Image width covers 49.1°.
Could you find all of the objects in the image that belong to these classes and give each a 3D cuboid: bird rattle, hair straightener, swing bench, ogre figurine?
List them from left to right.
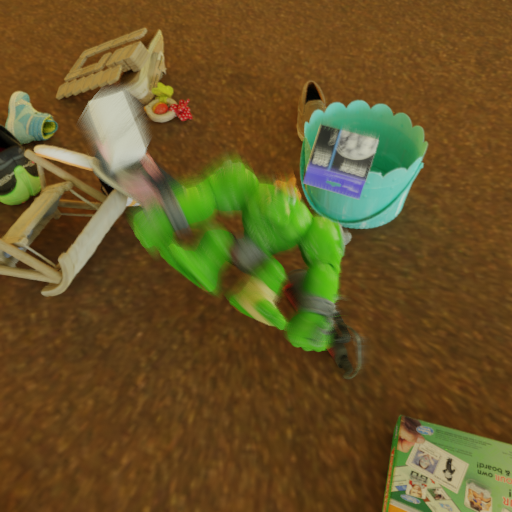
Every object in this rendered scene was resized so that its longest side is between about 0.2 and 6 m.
[{"bbox_3d":[-3.322,-0.474,9.080,1.883,1.221,1.873,20,49,7],"label":"swing bench"},{"bbox_3d":[-1.936,-3.178,12.151,0.856,0.591,1.050,-37,70,-15],"label":"bird rattle"},{"bbox_3d":[-0.035,-0.189,7.889,3.047,1.495,1.827,26,70,24],"label":"ogre figurine"},{"bbox_3d":[0.962,0.896,8.095,0.404,0.760,1.975,-8,47,-21],"label":"hair straightener"}]

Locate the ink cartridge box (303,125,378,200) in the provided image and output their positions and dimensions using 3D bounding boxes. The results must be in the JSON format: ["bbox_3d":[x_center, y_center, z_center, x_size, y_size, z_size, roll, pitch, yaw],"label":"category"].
[{"bbox_3d":[1.282,-1.435,8.554,0.929,0.204,0.938,17,87,7],"label":"ink cartridge box"}]

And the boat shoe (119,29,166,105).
[{"bbox_3d":[-2.525,-4.385,12.990,0.825,0.747,2.315,-17,45,30],"label":"boat shoe"}]

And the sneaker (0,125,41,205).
[{"bbox_3d":[-5.220,-2.178,10.512,3.237,1.356,1.242,28,53,23],"label":"sneaker"}]

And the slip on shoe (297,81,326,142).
[{"bbox_3d":[1.220,-3.011,11.823,0.698,0.556,1.835,2,48,2],"label":"slip on shoe"}]

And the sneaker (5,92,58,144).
[{"bbox_3d":[-4.629,-2.897,11.721,0.974,0.593,1.492,-7,57,-3],"label":"sneaker"}]

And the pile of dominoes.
[{"bbox_3d":[-3.431,-4.182,12.610,2.336,0.372,1.821,-2,54,36],"label":"pile of dominoes"}]

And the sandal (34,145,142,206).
[{"bbox_3d":[-2.629,-1.293,9.858,2.587,0.741,0.991,12,9,-32],"label":"sandal"}]

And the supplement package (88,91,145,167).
[{"bbox_3d":[-1.805,-1.632,7.277,0.468,0.469,0.800,-23,92,-14],"label":"supplement package"}]

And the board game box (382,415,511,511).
[{"bbox_3d":[3.064,3.262,6.117,3.346,0.487,2.252,13,49,12],"label":"board game box"}]

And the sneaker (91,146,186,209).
[{"bbox_3d":[-1.687,-1.211,8.942,1.846,0.757,0.648,25,57,-19],"label":"sneaker"}]

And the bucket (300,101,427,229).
[{"bbox_3d":[1.824,-1.593,9.958,2.155,1.402,2.155,0,47,0],"label":"bucket"}]
